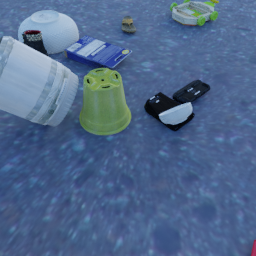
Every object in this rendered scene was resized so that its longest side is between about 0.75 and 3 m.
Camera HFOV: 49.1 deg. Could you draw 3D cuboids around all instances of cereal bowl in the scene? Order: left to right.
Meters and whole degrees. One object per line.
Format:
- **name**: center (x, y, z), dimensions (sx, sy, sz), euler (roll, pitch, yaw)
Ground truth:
- **cereal bowl**: center (-3.299, -4.089, 11.501), dimensions (2.466, 1.027, 2.466), euler (0, 47, 0)
- **cereal bowl**: center (1.325, -0.346, 7.584), dimensions (0.924, 0.385, 0.924), euler (-23, 6, 3)

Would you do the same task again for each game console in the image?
- **game console**: center (1.762, -0.874, 8.909), dimensions (2.385, 0.287, 1.407), euler (-33, 55, -26)

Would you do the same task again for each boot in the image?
- **boot**: center (-3.775, -2.960, 10.261), dimensions (1.608, 1.214, 0.580), euler (-2, 46, -2)

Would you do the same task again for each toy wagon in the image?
- **toy wagon**: center (3.304, -5.547, 13.273), dimensions (2.503, 0.495, 1.942), euler (-28, 52, -25)

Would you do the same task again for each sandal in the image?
- **sandal**: center (0.006, -4.714, 12.508), dimensions (0.626, 0.421, 1.559), euler (-2, 46, -2)

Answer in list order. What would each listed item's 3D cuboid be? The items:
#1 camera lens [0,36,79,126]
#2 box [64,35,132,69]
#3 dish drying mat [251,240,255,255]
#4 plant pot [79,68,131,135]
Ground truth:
- **camera lens**: center (-2.744, -1.208, 7.598), dimensions (2.282, 1.825, 1.825), euler (25, 38, -29)
- **box**: center (-1.132, -2.840, 10.728), dimensions (2.281, 0.370, 1.382), euler (24, 51, 24)
- **dish drying mat**: center (2.541, 3.133, 5.110), dimensions (0.790, 0.187, 2.057), euler (19, 48, 17)
- **plant pot**: center (-0.689, -0.842, 8.058), dimensions (1.582, 1.454, 1.582), euler (0, 47, 0)
